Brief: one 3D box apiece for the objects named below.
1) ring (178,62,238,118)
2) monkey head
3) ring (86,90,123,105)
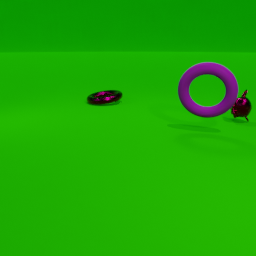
[{"bbox_3d":[2.244,-1.046,7.961,1.667,1.667,0.333,6,31,19],"label":"ring"},{"bbox_3d":[3.801,-0.749,9.525,0.682,1.132,0.815,-10,21,5],"label":"monkey head"},{"bbox_3d":[-1.057,-1.401,12.692,1.656,0.331,1.656,-7,19,2],"label":"ring"}]
